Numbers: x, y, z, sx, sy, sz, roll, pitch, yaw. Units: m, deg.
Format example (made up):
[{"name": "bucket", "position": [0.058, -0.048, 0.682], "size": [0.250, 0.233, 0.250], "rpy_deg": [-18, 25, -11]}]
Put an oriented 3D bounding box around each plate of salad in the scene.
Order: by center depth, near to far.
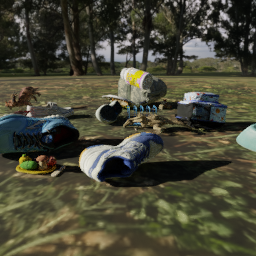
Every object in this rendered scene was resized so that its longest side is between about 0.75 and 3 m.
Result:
[{"name": "plate of salad", "position": [-0.396, -1.253, 14.302], "size": [1.951, 0.469, 1.951], "rpy_deg": [15, -3, 1]}]

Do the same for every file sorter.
[{"name": "file sorter", "position": [0.542, -0.502, 11.013], "size": [1.123, 0.689, 0.779], "rpy_deg": [-1, 14, -5]}]

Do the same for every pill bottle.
[{"name": "pill bottle", "position": [0.207, -1.282, 7.152], "size": [0.828, 0.432, 0.432], "rpy_deg": [28, 28, 37]}]

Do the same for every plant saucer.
[{"name": "plant saucer", "position": [4.653, 0.267, 8.208], "size": [2.735, 0.492, 2.735], "rpy_deg": [0, 13, 0]}]

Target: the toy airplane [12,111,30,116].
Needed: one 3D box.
[{"name": "toy airplane", "position": [-5.205, -0.323, 10.530], "size": [2.969, 0.546, 2.969], "rpy_deg": [1, 16, 0]}]

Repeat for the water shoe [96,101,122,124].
[{"name": "water shoe", "position": [-0.913, -0.544, 11.577], "size": [0.862, 0.781, 2.184], "rpy_deg": [-24, 5, 23]}]

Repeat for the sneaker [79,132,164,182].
[{"name": "sneaker", "position": [0.033, 0.703, 6.099], "size": [2.063, 0.777, 0.909], "rpy_deg": [-16, 28, -26]}]

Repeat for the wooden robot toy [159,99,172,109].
[{"name": "wooden robot toy", "position": [2.036, -1.214, 14.642], "size": [0.495, 0.480, 1.090], "rpy_deg": [18, 20, 23]}]

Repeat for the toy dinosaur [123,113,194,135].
[{"name": "toy dinosaur", "position": [0.994, -0.235, 9.794], "size": [2.576, 0.750, 1.303], "rpy_deg": [3, 12, 14]}]

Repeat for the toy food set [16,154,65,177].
[{"name": "toy food set", "position": [-1.999, 0.761, 6.349], "size": [1.129, 0.369, 0.664], "rpy_deg": [4, 14, 17]}]

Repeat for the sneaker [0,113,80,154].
[{"name": "sneaker", "position": [-2.483, 0.164, 7.540], "size": [2.649, 1.038, 1.191], "rpy_deg": [-12, 21, -40]}]

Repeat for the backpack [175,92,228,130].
[{"name": "backpack", "position": [2.802, -0.660, 10.475], "size": [1.679, 1.358, 1.763], "rpy_deg": [12, 8, -10]}]

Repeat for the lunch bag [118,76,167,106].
[{"name": "lunch bag", "position": [0.847, -2.087, 15.503], "size": [2.026, 1.683, 2.415], "rpy_deg": [11, 20, 31]}]

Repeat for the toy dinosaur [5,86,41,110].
[{"name": "toy dinosaur", "position": [-5.305, -1.628, 14.328], "size": [1.259, 1.857, 0.797], "rpy_deg": [35, -24, -15]}]

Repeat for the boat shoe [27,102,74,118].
[{"name": "boat shoe", "position": [-3.349, -0.797, 12.227], "size": [2.101, 0.691, 0.756], "rpy_deg": [-8, 15, -30]}]
